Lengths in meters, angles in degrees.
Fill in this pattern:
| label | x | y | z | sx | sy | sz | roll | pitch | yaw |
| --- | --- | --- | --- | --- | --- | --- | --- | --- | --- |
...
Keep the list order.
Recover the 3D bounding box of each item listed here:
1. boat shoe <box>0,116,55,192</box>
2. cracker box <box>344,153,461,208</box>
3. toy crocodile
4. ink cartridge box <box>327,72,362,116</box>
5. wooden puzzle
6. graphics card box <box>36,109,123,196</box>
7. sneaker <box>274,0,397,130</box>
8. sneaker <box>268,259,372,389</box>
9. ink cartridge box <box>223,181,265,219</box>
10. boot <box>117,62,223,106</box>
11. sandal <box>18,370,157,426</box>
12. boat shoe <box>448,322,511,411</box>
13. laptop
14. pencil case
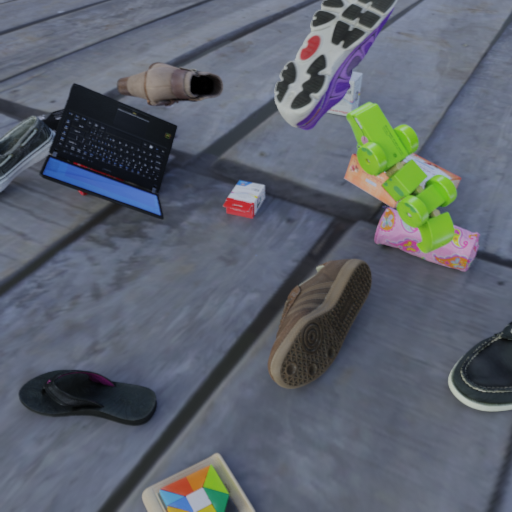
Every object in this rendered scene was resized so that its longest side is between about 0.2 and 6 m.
| label | x | y | z | sx | sy | sz | roll | pitch | yaw |
| --- | --- | --- | --- | --- | --- | --- | --- | --- | --- |
| boat shoe | -5.927 | -2.241 | 12.809 | 2.754 | 0.977 | 0.993 | -42 | 53 | -13 |
| cracker box | 3.288 | -1.743 | 12.527 | 2.237 | 0.645 | 1.498 | -11 | 38 | -39 |
| toy crocodile | 1.855 | -1.005 | 7.174 | 0.713 | 0.653 | 2.113 | -36 | 90 | -19 |
| ink cartridge box | 2.548 | -4.716 | 16.238 | 0.784 | 1.078 | 0.780 | 17 | 40 | 19 |
| wooden puzzle | -0.761 | 3.247 | 7.323 | 1.184 | 0.220 | 1.095 | -22 | 45 | -24 |
| graphics card box | -4.196 | -2.829 | 14.161 | 2.022 | 0.820 | 3.223 | -27 | 48 | -28 |
| sneaker | 1.663 | -4.189 | 11.781 | 1.374 | 1.421 | 3.407 | 41 | 96 | 26 |
| sneaker | 0.921 | 1.107 | 9.555 | 1.095 | 1.021 | 2.899 | 0 | 34 | 44 |
| ink cartridge box | -0.268 | -1.216 | 12.571 | 0.641 | 0.371 | 1.103 | 13 | 41 | 15 |
| boot | -1.486 | -3.417 | 11.233 | 1.808 | 0.869 | 2.473 | 8 | 24 | 25 |
| sandal | -2.568 | 2.045 | 8.535 | 2.143 | 0.513 | 0.805 | 5 | 40 | 6 |
| boat shoe | 4.594 | 1.373 | 8.850 | 3.396 | 1.126 | 1.269 | -13 | 44 | -14 |
| laptop | -3.054 | -2.340 | 12.204 | 2.582 | 1.505 | 2.914 | 20 | 71 | -21 |
| pencil case | 3.382 | -0.358 | 11.189 | 1.981 | 0.866 | 0.866 | 20 | 44 | 24 |
